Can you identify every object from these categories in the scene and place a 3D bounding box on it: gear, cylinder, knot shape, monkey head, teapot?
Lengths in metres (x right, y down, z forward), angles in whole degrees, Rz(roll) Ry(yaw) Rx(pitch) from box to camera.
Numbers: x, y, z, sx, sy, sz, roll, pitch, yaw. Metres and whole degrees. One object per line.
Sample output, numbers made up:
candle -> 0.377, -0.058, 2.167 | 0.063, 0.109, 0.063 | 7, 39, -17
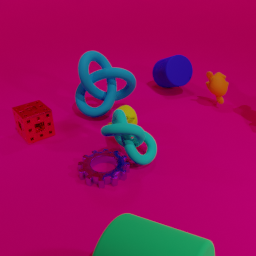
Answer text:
gear -> -0.536, 0.875, 6.244 | 1.129, 0.209, 1.129 | 0, 30, 0
cylinder -> 1.569, -1.994, 9.985 | 1.073, 1.073, 1.073 | -12, 10, -20
knot shape -> -0.838, -1.158, 8.273 | 1.898, 1.776, 0.877 | 31, 5, -22
monkey head -> 2.775, -1.341, 8.967 | 0.814, 1.131, 0.682 | -10, 23, 49
knot shape -> 0.087, 0.244, 6.389 | 1.381, 0.682, 1.476 | 41, 3, -7
teapot -> -0.158, -0.206, 7.542 | 0.605, 0.768, 1.236 | -11, -3, -27
cylinder -> 0.310, 1.760, 3.363 | 1.162, 1.162, 1.162 | 9, 30, 30

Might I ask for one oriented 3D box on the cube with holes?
cube with holes -> -2.503, -0.175, 7.463 | 0.768, 0.768, 0.768 | -23, 38, -32
